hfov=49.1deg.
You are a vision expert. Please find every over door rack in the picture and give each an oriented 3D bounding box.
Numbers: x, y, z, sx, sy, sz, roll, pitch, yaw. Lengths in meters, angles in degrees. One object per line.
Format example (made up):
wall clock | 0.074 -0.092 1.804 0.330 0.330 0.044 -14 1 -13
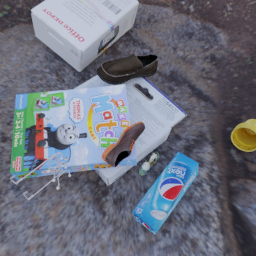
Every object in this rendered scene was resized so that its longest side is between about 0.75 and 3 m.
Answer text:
over door rack | -1.645 1.002 5.504 1.021 0.754 0.340 -30 55 -19

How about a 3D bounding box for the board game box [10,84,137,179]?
board game box | -1.350 0.021 7.051 2.886 0.528 2.183 -6 62 -5

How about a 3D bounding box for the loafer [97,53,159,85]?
loafer | 0.034 -1.795 7.901 1.990 0.710 0.726 -19 65 -31

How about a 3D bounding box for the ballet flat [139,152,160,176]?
ballet flat | 0.554 0.917 7.408 0.290 0.290 0.780 33 64 18

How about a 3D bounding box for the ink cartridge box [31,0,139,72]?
ink cartridge box | -1.391 -3.654 9.413 2.163 1.255 2.931 39 67 6

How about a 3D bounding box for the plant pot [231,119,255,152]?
plant pot | 3.318 0.136 7.623 0.778 0.778 0.732 37 48 20

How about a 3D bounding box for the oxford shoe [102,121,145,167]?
oxford shoe | 0.006 0.379 6.278 1.250 0.445 0.453 -46 49 -11

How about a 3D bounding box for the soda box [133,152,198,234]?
soda box | 0.937 1.524 6.694 0.604 0.638 1.882 29 65 27

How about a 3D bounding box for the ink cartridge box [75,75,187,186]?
ink cartridge box | -0.345 -0.341 7.969 2.904 0.589 2.898 -36 66 -19
